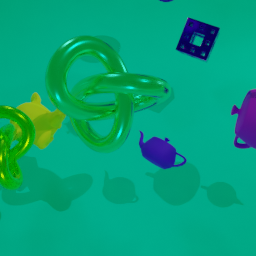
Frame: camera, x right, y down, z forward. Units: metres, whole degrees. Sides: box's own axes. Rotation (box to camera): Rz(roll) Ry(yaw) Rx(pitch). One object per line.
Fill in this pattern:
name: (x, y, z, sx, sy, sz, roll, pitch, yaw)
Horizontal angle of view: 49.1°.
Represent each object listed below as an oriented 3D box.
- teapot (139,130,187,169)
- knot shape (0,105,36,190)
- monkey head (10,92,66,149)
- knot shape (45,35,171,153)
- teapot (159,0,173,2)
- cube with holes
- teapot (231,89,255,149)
teapot: (0.652, 0.459, 5.923, 1.253, 0.779, 0.614, 28, 80, 23)
knot shape: (-1.963, 0.390, 4.488, 0.614, 1.329, 1.244, 1, 63, -44)
monkey head: (-1.881, -0.199, 5.838, 0.976, 1.166, 1.620, 31, 36, -20)
knot shape: (-0.466, -0.596, 4.630, 2.035, 1.904, 0.940, -30, 35, 23)
teapot: (0.616, -2.654, 5.014, 1.193, 0.742, 0.584, -4, 9, 44)
cube with holes: (1.839, -2.279, 7.347, 0.828, 0.828, 0.828, 24, 106, 12)
teapot: (2.499, -0.270, 5.353, 0.975, 1.992, 1.239, 17, 46, 12)
